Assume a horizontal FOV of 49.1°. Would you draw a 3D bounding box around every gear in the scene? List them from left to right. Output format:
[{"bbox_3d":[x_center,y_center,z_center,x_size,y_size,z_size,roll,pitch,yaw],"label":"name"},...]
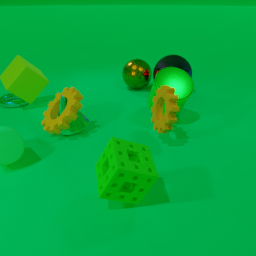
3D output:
[{"bbox_3d":[-1.881,-0.502,7.977,1.430,0.264,1.430,-25,46,30],"label":"gear"},{"bbox_3d":[0.954,-0.489,7.418,0.229,1.236,1.236,4,24,-18],"label":"gear"}]

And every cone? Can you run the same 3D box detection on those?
[{"bbox_3d":[-1.765,-0.515,8.135,1.035,1.039,1.035,-9,35,7],"label":"cone"},{"bbox_3d":[1.600,-1.979,10.424,1.557,1.557,1.563,6,12,12],"label":"cone"}]

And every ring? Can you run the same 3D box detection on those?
[{"bbox_3d":[-4.187,-1.044,10.382,1.178,0.236,1.178,0,26,0],"label":"ring"}]

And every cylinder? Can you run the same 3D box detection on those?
[{"bbox_3d":[-2.898,0.390,6.562,0.800,0.800,0.800,-14,13,-26],"label":"cylinder"},{"bbox_3d":[1.305,-1.087,8.836,1.208,1.208,1.208,3,65,-7],"label":"cylinder"}]

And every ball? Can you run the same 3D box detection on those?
[{"bbox_3d":[0.378,-2.241,11.676,1.249,1.249,1.249,0,26,0],"label":"ball"}]

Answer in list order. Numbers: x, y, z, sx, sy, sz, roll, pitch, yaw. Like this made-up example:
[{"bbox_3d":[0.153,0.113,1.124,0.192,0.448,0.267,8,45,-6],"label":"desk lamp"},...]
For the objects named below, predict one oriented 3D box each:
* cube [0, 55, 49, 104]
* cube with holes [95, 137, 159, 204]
[{"bbox_3d":[-3.627,-1.692,9.805,1.047,1.047,1.047,36,7,-48],"label":"cube"},{"bbox_3d":[-0.057,0.810,5.291,0.815,0.815,0.815,16,34,-23],"label":"cube with holes"}]
